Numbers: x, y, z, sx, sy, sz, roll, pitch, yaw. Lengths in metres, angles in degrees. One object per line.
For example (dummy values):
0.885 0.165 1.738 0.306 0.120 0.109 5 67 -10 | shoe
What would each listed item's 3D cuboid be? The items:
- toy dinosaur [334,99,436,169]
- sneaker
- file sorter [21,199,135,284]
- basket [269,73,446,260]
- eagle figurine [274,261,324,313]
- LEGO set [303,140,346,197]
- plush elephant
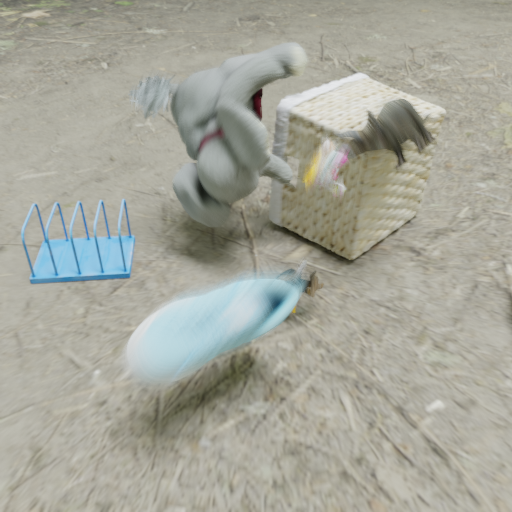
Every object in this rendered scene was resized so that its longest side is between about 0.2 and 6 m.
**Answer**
2.213 -2.013 8.548 1.991 0.766 1.018 -39 91 -29 | toy dinosaur
-0.414 0.716 6.621 2.354 0.964 0.870 -24 80 -45 | sneaker
-3.112 -0.318 9.910 1.703 1.045 1.182 -4 36 -4 | file sorter
1.818 -1.714 10.527 2.074 2.555 2.579 32 45 33 | basket
0.466 0.528 8.706 1.003 0.761 0.757 -3 61 22 | eagle figurine
1.090 -1.238 8.206 0.537 0.664 1.444 31 16 -4 | LEGO set
-0.365 -1.956 9.540 3.061 2.521 2.370 -15 76 -38 | plush elephant
